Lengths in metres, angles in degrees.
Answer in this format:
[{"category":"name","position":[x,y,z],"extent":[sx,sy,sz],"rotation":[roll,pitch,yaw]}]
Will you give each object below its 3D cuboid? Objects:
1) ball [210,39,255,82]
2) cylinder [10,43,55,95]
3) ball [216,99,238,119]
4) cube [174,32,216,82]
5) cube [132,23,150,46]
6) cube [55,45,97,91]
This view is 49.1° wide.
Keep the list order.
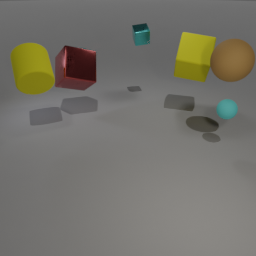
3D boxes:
[{"category":"ball","position":[3.454,-2.236,9.303],"extent":[1.400,1.400,1.400],"rotation":[0,28,0]},{"category":"cylinder","position":[-3.603,-2.216,10.575],"extent":[1.400,1.400,1.400],"rotation":[-11,64,-20]},{"category":"ball","position":[3.423,-0.646,9.688],"extent":[0.700,0.700,0.700],"rotation":[0,28,0]},{"category":"cube","position":[2.817,-2.991,11.945],"extent":[1.400,1.400,1.400],"rotation":[13,73,9]},{"category":"cube","position":[0.609,-4.346,13.033],"extent":[0.700,0.700,0.700],"rotation":[-10,49,-5]},{"category":"cube","position":[-2.271,-2.527,12.080],"extent":[1.400,1.400,1.400],"rotation":[3,-10,-30]}]
